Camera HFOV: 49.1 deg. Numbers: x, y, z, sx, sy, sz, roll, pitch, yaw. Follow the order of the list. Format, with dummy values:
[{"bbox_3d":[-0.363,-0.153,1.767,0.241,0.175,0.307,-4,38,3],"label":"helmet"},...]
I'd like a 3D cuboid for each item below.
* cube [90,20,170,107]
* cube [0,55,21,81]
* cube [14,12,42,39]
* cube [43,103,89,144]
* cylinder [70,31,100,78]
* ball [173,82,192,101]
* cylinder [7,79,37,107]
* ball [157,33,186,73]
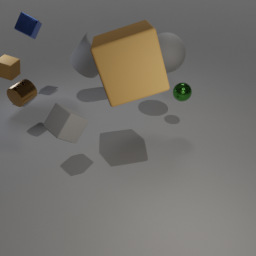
[{"bbox_3d":[0.037,-1.547,6.570,1.400,1.400,1.400,-17,28,5],"label":"cube"},{"bbox_3d":[-4.907,-2.474,11.461,0.700,0.700,0.700,18,39,3],"label":"cube"},{"bbox_3d":[-3.922,-4.015,11.028,0.700,0.700,0.700,26,7,-8],"label":"cube"},{"bbox_3d":[-1.594,-0.114,7.198,0.700,0.700,0.700,33,4,34],"label":"cube"},{"bbox_3d":[-1.517,-3.082,11.836,1.400,1.400,1.400,27,41,-26],"label":"cylinder"},{"bbox_3d":[2.014,-1.335,10.400,0.700,0.700,0.700,0,32,0],"label":"ball"},{"bbox_3d":[-3.512,-1.164,9.304,0.700,0.700,0.700,17,44,25],"label":"cylinder"},{"bbox_3d":[1.349,-2.671,10.004,1.400,1.400,1.400,0,32,0],"label":"ball"}]
